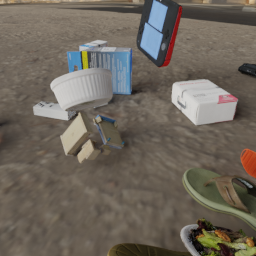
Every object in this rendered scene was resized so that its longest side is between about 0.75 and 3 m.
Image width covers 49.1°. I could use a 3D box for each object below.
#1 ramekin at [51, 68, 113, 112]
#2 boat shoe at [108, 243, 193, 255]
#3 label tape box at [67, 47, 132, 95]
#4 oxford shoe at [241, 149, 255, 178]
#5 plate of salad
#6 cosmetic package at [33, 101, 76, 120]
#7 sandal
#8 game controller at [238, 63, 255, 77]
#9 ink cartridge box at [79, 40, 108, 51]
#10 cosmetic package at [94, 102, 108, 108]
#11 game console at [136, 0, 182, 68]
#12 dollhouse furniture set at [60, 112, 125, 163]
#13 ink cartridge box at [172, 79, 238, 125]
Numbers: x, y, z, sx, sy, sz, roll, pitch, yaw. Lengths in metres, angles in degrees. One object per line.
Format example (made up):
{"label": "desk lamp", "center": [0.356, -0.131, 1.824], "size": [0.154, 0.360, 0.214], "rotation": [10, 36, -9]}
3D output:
{"label": "ramekin", "center": [-0.825, -0.693, 5.348], "size": [1.177, 0.548, 1.177], "rotation": [-15, -2, -1]}
{"label": "boat shoe", "center": [0.876, 2.254, 3.906], "size": [2.439, 0.767, 0.890], "rotation": [8, 1, 1]}
{"label": "label tape box", "center": [-1.019, -2.193, 10.725], "size": [2.330, 1.680, 0.738], "rotation": [2, 29, 4]}
{"label": "oxford shoe", "center": [3.162, 0.979, 6.433], "size": [0.513, 0.503, 1.414], "rotation": [10, 27, -26]}
{"label": "plate of salad", "center": [1.816, 1.812, 3.929], "size": [2.170, 0.521, 2.170], "rotation": [18, 4, -1]}
{"label": "cosmetic package", "center": [-2.430, -0.585, 9.257], "size": [1.281, 0.324, 0.529], "rotation": [9, 31, 16]}
{"label": "sandal", "center": [2.235, 1.316, 5.472], "size": [2.443, 0.697, 0.970], "rotation": [23, 37, 35]}
{"label": "game controller", "center": [6.211, -2.359, 12.389], "size": [1.333, 0.538, 2.555], "rotation": [-2, 26, -35]}
{"label": "ink cartridge box", "center": [-1.645, -3.558, 13.707], "size": [0.673, 1.148, 1.568], "rotation": [15, 33, 25]}
{"label": "cosmetic package", "center": [-1.229, -1.143, 10.167], "size": [0.580, 0.417, 1.028], "rotation": [-17, 35, -27]}
{"label": "game console", "center": [1.014, -3.575, 10.125], "size": [0.383, 2.180, 2.465], "rotation": [-8, 38, -22]}
{"label": "dollhouse furniture set", "center": [-0.805, 0.453, 7.426], "size": [1.458, 0.951, 1.376], "rotation": [15, 38, -43]}
{"label": "ink cartridge box", "center": [2.468, -0.923, 9.364], "size": [1.387, 0.808, 1.905], "rotation": [-7, 31, -13]}
